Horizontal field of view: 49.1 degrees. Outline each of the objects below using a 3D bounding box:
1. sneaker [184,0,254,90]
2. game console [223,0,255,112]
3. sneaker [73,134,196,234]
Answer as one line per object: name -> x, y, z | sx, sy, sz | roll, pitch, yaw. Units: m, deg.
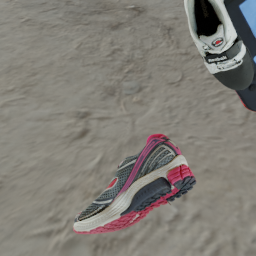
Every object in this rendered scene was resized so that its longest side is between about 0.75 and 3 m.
sneaker -> 1.360, -1.290, 4.315 | 0.719, 1.941, 0.859 | -24, 23, 32
game console -> 2.902, -1.791, 5.038 | 2.734, 2.418, 0.424 | -38, 30, 11
sneaker -> -0.009, 0.657, 2.863 | 0.603, 1.496, 0.559 | 17, 42, -50
